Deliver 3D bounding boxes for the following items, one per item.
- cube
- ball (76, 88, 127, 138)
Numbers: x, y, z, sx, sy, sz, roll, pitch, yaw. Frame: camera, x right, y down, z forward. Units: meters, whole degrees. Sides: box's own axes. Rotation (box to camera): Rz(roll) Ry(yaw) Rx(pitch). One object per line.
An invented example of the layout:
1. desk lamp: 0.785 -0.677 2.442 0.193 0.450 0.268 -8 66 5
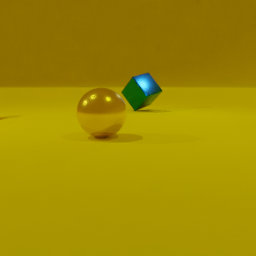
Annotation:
1. cube: 0.557 -1.483 11.424 1.022 1.022 1.022 -24 -16 -42
2. ball: -0.541 -0.312 5.782 1.030 1.030 1.030 0 9 0
